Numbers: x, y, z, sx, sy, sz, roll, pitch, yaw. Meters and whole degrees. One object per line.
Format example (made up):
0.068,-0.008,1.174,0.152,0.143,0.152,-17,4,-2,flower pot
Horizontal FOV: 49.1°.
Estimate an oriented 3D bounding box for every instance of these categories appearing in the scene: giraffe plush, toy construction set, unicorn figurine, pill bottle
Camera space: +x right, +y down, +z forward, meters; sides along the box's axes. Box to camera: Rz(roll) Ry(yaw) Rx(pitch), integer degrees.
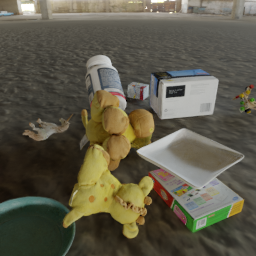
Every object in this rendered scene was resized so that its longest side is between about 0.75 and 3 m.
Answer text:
-0.394,1.605,6.886,1.826,1.943,2.252,20,16,-7,giraffe plush
5.449,-1.278,13.107,1.177,1.277,1.532,-24,13,-18,toy construction set
-0.098,0.151,9.449,2.351,2.502,2.900,-3,-10,-28,giraffe plush
-3.144,0.005,11.023,1.238,0.666,1.803,20,47,16,unicorn figurine
-1.071,-1.890,12.424,1.529,1.529,2.557,-7,62,-14,pill bottle

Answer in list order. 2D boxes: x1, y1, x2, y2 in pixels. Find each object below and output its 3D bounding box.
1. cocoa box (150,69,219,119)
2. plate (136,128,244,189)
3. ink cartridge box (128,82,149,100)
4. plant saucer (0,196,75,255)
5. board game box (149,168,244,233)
2.453,-1.599,12.791,2.585,1.724,1.696,-7,28,-12,cocoa box
1.862,0.893,8.489,2.362,0.383,2.368,-21,34,-37,plate
0.525,-1.934,14.620,0.935,0.676,0.679,13,30,24,ink cartridge box
-2.433,2.523,6.202,2.536,0.456,2.536,0,27,0,plant saucer
1.785,1.734,7.751,1.626,0.429,2.125,-12,30,-23,board game box
